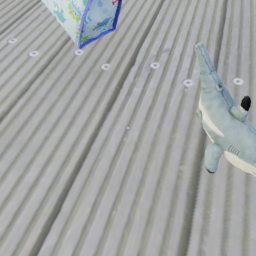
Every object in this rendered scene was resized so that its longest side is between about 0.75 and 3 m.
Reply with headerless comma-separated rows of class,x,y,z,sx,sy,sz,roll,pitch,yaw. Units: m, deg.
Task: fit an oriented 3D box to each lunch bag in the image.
lunch bag,-1.376,-4.290,7.954,1.897,2.978,2.532,-37,82,-19

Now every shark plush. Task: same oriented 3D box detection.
shark plush,1.809,-0.317,4.749,1.103,1.011,2.428,-15,91,-21
